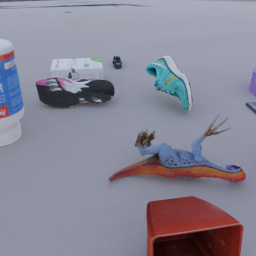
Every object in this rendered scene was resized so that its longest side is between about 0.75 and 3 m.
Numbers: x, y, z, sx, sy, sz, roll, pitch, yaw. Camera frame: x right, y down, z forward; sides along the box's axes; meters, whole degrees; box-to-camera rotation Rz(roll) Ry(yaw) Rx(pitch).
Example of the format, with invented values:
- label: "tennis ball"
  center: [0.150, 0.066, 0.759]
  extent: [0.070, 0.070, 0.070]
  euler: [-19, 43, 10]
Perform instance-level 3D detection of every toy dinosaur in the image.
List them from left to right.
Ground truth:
- label: "toy dinosaur"
  center: [1.326, 0.871, 6.402]
  extent: [2.348, 1.359, 2.587]
  euler: [35, 85, 22]

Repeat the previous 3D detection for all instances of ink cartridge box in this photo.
- label: "ink cartridge box"
  center: [-2.067, -2.280, 11.532]
  extent: [2.019, 0.852, 1.475]
  euler: [-4, 30, -7]

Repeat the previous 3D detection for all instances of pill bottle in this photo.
- label: "pill bottle"
  center: [-3.539, -0.875, 7.308]
  extent: [1.463, 2.608, 1.463]
  euler: [0, 30, 0]

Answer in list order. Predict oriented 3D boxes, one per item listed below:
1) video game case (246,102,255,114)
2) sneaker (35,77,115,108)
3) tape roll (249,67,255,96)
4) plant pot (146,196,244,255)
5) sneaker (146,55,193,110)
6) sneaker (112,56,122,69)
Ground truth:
- label: "video game case"
  center: [4.787, -0.675, 9.490]
  extent: [1.240, 0.118, 0.885]
  euler: [-4, 30, -6]
- label: "sneaker"
  center: [-1.833, -1.292, 9.927]
  extent: [2.690, 1.081, 1.161]
  euler: [3, 14, -5]
- label: "tape roll"
  center: [5.696, -1.725, 10.607]
  extent: [1.947, 0.827, 1.947]
  euler: [1, 30, 0]
- label: "plant pot"
  center: [0.835, 1.740, 4.285]
  extent: [1.265, 1.266, 1.116]
  euler: [-5, 18, -8]
- label: "sneaker"
  center: [1.423, -1.452, 9.564]
  extent: [0.997, 0.970, 2.503]
  euler: [-21, 51, -8]
- label: "sneaker"
  center: [-0.505, -3.311, 13.703]
  extent: [0.488, 0.513, 1.294]
  euler: [-6, 29, -8]
